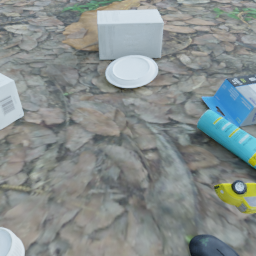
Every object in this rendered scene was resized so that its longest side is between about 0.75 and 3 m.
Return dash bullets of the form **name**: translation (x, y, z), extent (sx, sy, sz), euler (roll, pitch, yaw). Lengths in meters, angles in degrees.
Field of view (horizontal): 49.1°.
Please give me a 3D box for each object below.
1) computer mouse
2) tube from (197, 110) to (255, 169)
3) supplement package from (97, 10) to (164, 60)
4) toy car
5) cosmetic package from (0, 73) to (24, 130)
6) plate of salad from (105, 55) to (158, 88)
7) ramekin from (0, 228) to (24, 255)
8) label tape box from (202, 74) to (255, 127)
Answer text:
- **computer mouse**: translation (1.889, 2.551, 5.411), extent (1.493, 0.394, 1.034), euler (29, 49, 30)
- **tube**: translation (3.154, 0.443, 7.805), extent (1.013, 0.659, 2.617), euler (-36, 57, -25)
- **supplement package**: translation (0.049, -4.086, 12.254), extent (2.710, 1.623, 1.643), euler (-3, 40, -3)
- **toy car**: translation (1.133, 0.466, 1.877), extent (0.913, 0.859, 0.204), euler (-13, 68, 32)
- **cosmetic package**: translation (-4.645, -1.165, 9.019), extent (2.505, 1.414, 1.016), euler (24, 45, 28)
- **plate of salad**: translation (0.149, -2.154, 10.885), extent (2.040, 0.490, 2.040), euler (-4, 49, 5)
- **ramekin**: translation (-2.590, 2.441, 5.437), extent (1.008, 0.529, 1.008), euler (0, 40, 0)
- **label tape box**: translation (3.959, -0.960, 9.234), extent (2.434, 0.805, 1.744), euler (-8, 41, -11)
